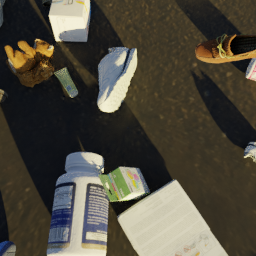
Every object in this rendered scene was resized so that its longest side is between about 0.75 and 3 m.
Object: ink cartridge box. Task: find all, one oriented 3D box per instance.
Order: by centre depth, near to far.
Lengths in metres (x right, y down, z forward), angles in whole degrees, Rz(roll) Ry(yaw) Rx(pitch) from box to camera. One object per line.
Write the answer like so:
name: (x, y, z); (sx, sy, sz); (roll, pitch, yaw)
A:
ink cartridge box: (1.194, 3.052, 7.887); (2.053, 0.721, 2.526); (-29, 75, -14)
ink cartridge box: (-0.057, 1.592, 8.025); (0.478, 1.612, 0.837); (-36, 64, 20)
ink cartridge box: (-2.289, -4.622, 11.352); (1.315, 1.338, 1.818); (2, 64, 1)

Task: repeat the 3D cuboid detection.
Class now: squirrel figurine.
squirrel figurine: (-3.453, -2.462, 10.499); (1.667, 1.264, 1.786); (-30, 81, -26)

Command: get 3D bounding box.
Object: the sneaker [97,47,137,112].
sneaker: (-0.592, -1.798, 10.102); (1.200, 1.139, 2.981); (15, 54, 10)

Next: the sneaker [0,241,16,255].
sneaker: (-4.098, 3.987, 7.120); (1.137, 1.022, 2.765); (32, 66, 18)

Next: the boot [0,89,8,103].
boot: (-5.319, -0.030, 9.329); (2.752, 0.953, 2.396); (-13, 67, 0)

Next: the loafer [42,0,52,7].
loafer: (-3.207, -5.502, 12.335); (1.225, 0.466, 0.413); (2, 63, 12)

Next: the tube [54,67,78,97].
tube: (-2.281, -1.734, 10.464); (0.392, 0.351, 1.352); (-3, 50, -46)

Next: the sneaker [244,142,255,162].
sneaker: (4.450, 0.997, 8.983); (1.405, 0.537, 0.566); (26, 75, 20)

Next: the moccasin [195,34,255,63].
moccasin: (2.233, -1.729, 6.042); (1.661, 0.641, 0.608); (12, 89, 35)

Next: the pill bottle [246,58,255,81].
pill bottle: (5.211, -2.030, 10.303); (1.475, 0.836, 0.836); (20, 64, 10)

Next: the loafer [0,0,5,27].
loafer: (-5.819, -5.201, 11.851); (0.985, 0.983, 2.817); (-6, 63, -3)

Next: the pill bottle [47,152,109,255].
pill bottle: (-1.296, 2.129, 7.774); (1.515, 1.515, 2.728); (1, 63, 1)
